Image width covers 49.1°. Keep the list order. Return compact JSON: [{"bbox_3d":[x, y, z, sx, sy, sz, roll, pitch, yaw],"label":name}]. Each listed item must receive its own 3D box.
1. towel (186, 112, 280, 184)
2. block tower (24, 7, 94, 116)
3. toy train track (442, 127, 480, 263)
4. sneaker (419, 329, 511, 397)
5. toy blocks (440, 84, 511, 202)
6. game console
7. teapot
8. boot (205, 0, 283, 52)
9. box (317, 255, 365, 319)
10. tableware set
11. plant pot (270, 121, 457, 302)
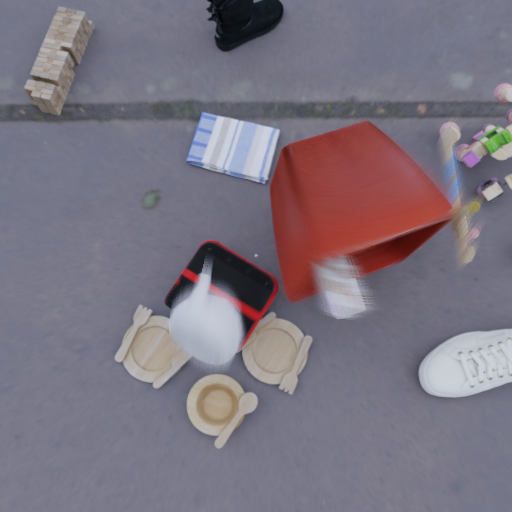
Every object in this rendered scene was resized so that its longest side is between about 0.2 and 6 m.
[{"bbox_3d":[-0.436,-2.125,10.873,1.644,0.196,1.207,15,73,5],"label":"towel"},{"bbox_3d":[-3.937,-3.956,11.227,0.588,0.629,2.176,13,72,4],"label":"block tower"},{"bbox_3d":[3.372,-1.001,9.110,0.356,1.255,2.189,-10,93,12],"label":"toy train track"},{"bbox_3d":[4.047,1.603,9.222,2.717,1.150,0.989,-17,75,-4],"label":"sneaker"},{"bbox_3d":[4.437,-2.164,10.507,1.504,1.354,1.609,-35,100,19],"label":"toy blocks"},{"bbox_3d":[-0.575,0.626,9.612,1.608,0.250,1.422,31,85,12],"label":"game console"},{"bbox_3d":[-0.668,1.023,8.506,1.180,1.196,0.873,37,55,-3],"label":"teapot"},{"bbox_3d":[-0.176,-4.983,11.088,1.809,1.482,0.669,-35,75,-11],"label":"boot"},{"bbox_3d":[1.041,-0.257,8.509,0.470,0.504,2.430,-19,72,8],"label":"box"},{"bbox_3d":[-0.721,1.583,9.620,3.012,0.349,2.516,39,77,12],"label":"tableware set"},{"bbox_3d":[1.299,-0.743,8.663,2.194,2.192,1.933,-20,75,-13],"label":"plant pot"}]
